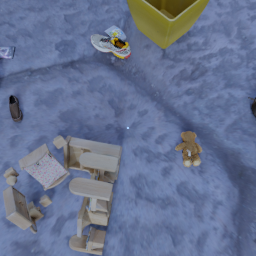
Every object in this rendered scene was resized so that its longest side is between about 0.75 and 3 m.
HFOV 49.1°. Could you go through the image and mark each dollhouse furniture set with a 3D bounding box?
[{"bbox_3d":[-1.243,1.610,7.879,1.746,2.464,2.683,10,38,2],"label":"dollhouse furniture set"},{"bbox_3d":[-2.196,1.668,7.807,2.253,1.921,1.100,-35,41,-5],"label":"dollhouse furniture set"}]

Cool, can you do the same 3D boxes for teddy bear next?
[{"bbox_3d":[2.053,0.723,9.382,0.876,0.403,1.209,-23,75,-2],"label":"teddy bear"}]

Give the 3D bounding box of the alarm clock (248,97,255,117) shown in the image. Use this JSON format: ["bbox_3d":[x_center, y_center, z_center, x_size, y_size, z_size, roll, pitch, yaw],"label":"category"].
[{"bbox_3d":[5.087,-0.549,9.795,1.182,0.583,1.752,-25,66,-11],"label":"alarm clock"}]

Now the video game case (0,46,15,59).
[{"bbox_3d":[-4.953,-3.008,11.168,0.818,0.078,0.585,0,66,-1],"label":"video game case"}]

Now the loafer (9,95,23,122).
[{"bbox_3d":[-4.066,-0.712,9.966,0.404,0.393,1.107,-22,68,-9],"label":"loafer"}]

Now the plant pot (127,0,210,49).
[{"bbox_3d":[1.456,-4.571,10.749,2.390,2.108,2.390,-41,73,-16],"label":"plant pot"}]

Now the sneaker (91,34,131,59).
[{"bbox_3d":[-0.664,-3.351,10.974,1.714,0.704,0.667,20,67,10],"label":"sneaker"}]

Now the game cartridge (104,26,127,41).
[{"bbox_3d":[-0.490,-3.834,11.494,0.578,0.175,0.867,-37,71,-19],"label":"game cartridge"}]
